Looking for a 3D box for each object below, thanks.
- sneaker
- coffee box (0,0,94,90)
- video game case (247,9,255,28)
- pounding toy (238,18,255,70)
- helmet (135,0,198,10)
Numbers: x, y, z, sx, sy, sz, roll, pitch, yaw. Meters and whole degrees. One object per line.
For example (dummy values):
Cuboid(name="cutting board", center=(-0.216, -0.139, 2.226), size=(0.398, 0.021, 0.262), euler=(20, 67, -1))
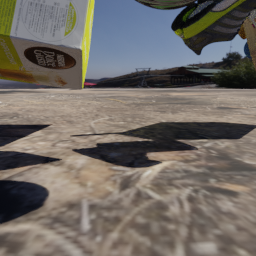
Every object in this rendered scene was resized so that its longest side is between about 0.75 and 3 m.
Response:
Cuboid(name="sneaker", center=(2.035, -2.295, 5.472), size=(2.304, 0.933, 0.851), euler=(-25, 44, 22))
Cuboid(name="coffee box", center=(-2.345, -2.899, 7.134), size=(2.854, 2.886, 2.881), euler=(8, -11, -8))
Cuboid(name="video game case", center=(3.071, -3.224, 6.157), size=(1.478, 1.340, 0.265), euler=(-37, 9, 23))
Cuboid(name="pounding toy", center=(3.644, -3.176, 7.875), size=(1.961, 2.539, 2.758), euler=(-14, -11, 27))
Cuboid(name="helmet", center=(0.465, -2.237, 3.474), size=(1.439, 1.510, 1.510), euler=(-42, 14, -2))
